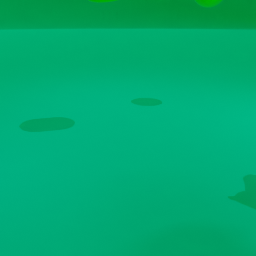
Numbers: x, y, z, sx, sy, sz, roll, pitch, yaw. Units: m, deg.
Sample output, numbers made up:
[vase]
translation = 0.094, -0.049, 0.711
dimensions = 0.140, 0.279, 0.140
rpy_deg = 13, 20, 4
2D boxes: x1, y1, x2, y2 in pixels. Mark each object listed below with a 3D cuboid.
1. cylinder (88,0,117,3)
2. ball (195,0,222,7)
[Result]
[cylinder]
translation = -0.493, -3.495, 6.185
dimensions = 1.084, 1.084, 1.084
rpy_deg = -5, 39, 4
[ball]
translation = 2.466, -4.217, 8.449
dimensions = 1.068, 1.068, 1.068
rpy_deg = 0, 21, 0
